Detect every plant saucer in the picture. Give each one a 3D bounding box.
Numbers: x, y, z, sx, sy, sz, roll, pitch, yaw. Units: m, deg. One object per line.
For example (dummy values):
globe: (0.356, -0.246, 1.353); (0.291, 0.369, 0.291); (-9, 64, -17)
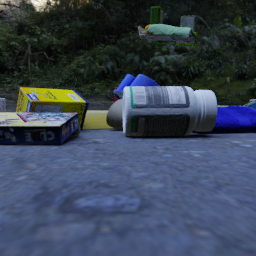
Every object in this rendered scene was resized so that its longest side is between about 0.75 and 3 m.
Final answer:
plant saucer: (-0.879, -0.398, 11.881); (2.913, 0.706, 2.912); (-1, 5, -16)

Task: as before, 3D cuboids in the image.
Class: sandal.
sandal: (-1.760, 0.004, 8.173); (0.668, 0.480, 1.683); (-11, 24, -12)

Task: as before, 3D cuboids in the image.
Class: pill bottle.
pill bottle: (1.104, -0.471, 7.871); (2.469, 1.396, 1.396); (0, 4, -4)

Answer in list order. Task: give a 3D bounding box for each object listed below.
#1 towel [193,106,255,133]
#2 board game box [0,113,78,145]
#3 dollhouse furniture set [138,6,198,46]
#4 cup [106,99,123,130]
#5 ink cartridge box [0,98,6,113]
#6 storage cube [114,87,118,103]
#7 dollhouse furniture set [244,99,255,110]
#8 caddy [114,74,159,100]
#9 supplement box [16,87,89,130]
towel: (3.281, -0.388, 9.689); (2.894, 0.717, 2.137); (-1, 13, -12)
board game box: (-2.602, -0.026, 6.753); (2.490, 0.431, 1.687); (0, 13, 4)
dollhouse furniture set: (1.624, -3.962, 10.550); (1.886, 1.444, 2.878); (6, 12, 17)
cup: (-0.109, -0.355, 9.952); (0.794, 1.111, 1.111); (34, 23, 31)
ink cartridge box: (-7.253, -0.908, 14.436); (0.775, 1.342, 1.839); (2, 5, 21)
storage cube: (0.258, -1.316, 15.948); (1.841, 2.048, 1.751); (7, 5, 10)
dollhouse furniture set: (5.860, -0.570, 11.657); (2.054, 1.439, 1.447); (-23, 7, -4)
caddy: (0.696, -1.165, 12.775); (2.919, 1.532, 2.063); (35, -11, -32)
supplement box: (-2.530, -0.612, 9.409); (2.026, 1.103, 1.110); (-2, 30, -41)
